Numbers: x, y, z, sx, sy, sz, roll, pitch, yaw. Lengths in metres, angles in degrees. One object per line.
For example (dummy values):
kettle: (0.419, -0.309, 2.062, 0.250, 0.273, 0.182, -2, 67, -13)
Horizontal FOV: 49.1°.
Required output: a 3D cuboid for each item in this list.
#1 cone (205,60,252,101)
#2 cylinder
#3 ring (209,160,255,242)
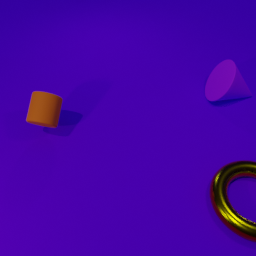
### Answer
cone: (3.127, -1.142, 8.094, 1.253, 1.248, 1.248, 20, 46, -18)
cylinder: (-2.077, -0.449, 6.995, 0.755, 0.755, 0.755, 9, 82, 7)
ring: (2.694, 1.496, 5.972, 1.879, 0.376, 1.879, 0, 49, 0)
